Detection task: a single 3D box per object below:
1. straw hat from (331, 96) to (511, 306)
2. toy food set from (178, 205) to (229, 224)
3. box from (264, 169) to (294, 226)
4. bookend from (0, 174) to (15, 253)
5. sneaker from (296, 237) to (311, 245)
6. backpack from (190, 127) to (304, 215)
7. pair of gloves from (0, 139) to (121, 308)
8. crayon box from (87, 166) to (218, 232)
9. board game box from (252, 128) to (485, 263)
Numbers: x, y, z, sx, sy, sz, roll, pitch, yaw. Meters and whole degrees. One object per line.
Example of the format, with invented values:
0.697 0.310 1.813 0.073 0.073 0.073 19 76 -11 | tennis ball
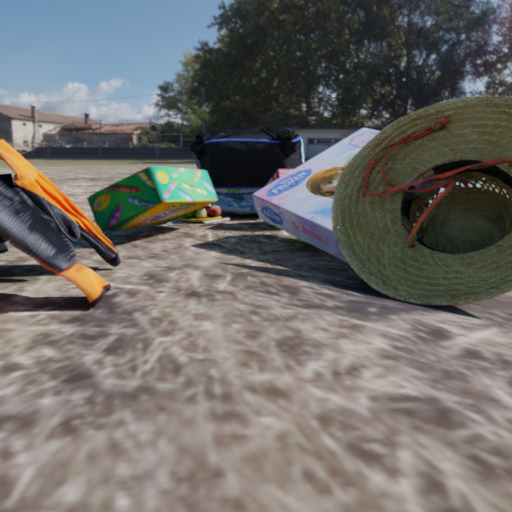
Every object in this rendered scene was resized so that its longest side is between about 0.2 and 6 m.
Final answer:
3.179 -0.552 8.486 3.926 3.926 1.662 11 -27 42 | straw hat
-1.413 -1.188 14.586 0.941 0.522 1.599 -11 13 -36 | toy food set
1.424 -1.461 13.856 2.238 1.068 1.116 -5 -17 -22 | box
-4.390 -0.571 8.949 2.356 1.092 2.371 -12 5 28 | bookend
2.096 -0.612 11.325 2.691 1.125 0.997 -12 47 10 | sneaker
-0.183 -2.448 16.096 3.016 2.422 3.296 -2 15 1 | backpack
-3.023 -0.543 7.900 0.370 2.667 2.994 -44 15 5 | pair of gloves
-2.170 -1.259 12.327 1.635 0.802 2.753 -22 -2 21 | crayon box
2.025 -1.261 10.572 3.113 0.641 3.106 -33 35 -20 | board game box
